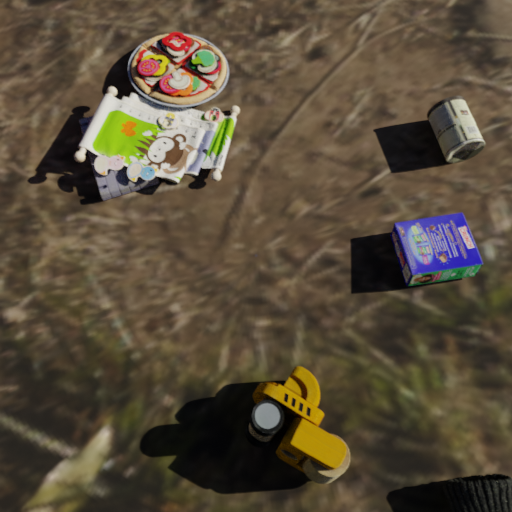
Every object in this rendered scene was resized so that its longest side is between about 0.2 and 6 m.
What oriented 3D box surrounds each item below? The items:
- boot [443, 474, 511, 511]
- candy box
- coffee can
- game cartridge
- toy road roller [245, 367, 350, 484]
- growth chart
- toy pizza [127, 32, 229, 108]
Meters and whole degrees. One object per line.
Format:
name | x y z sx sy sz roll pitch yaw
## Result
boot | 3.288 3.404 6.973 1.742 0.655 1.302 -1 69 0
candy box | 2.694 -0.098 8.433 1.089 0.419 0.921 -9 62 -3
coffee can | 3.238 -2.047 9.106 0.642 0.642 0.877 -13 70 -5
game cartridge | -2.242 -1.713 9.193 0.987 0.292 1.523 -16 70 -11
toy road roller | 0.619 2.154 7.354 1.475 0.907 1.077 30 61 11
growth chart | -1.571 -1.926 9.116 2.433 0.216 1.761 9 64 -5
toy pizza | -1.338 -3.274 9.652 1.738 0.275 1.738 3 62 -5
